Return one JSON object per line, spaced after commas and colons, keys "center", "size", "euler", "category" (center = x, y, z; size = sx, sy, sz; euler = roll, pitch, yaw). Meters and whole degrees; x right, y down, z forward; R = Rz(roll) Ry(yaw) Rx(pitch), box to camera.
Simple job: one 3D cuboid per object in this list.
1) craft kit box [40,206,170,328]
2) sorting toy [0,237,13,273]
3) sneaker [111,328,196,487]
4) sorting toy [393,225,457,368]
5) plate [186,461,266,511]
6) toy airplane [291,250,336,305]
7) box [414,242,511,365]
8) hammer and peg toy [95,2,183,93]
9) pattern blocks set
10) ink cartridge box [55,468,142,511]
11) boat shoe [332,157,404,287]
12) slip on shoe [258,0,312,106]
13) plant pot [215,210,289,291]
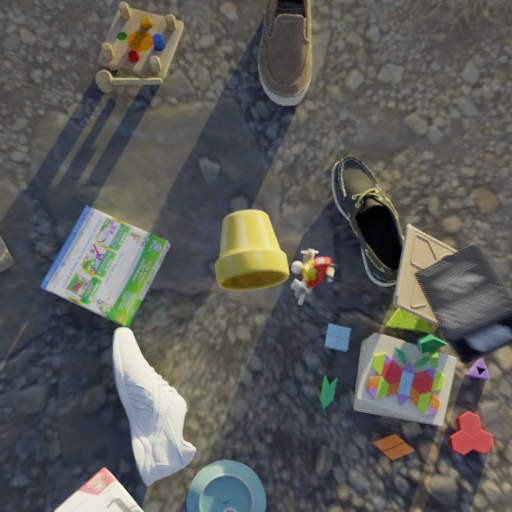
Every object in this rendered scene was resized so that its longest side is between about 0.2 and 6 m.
{"center": [-2.868, 0.188, 10.770], "size": [1.803, 0.443, 1.826], "euler": [23, 76, 9], "category": "craft kit box"}
{"center": [-5.827, 0.054, 10.879], "size": [1.819, 0.244, 1.355], "euler": [-32, 77, -9], "category": "sorting toy"}
{"center": [-1.869, 2.533, 9.913], "size": [1.088, 0.955, 2.714], "euler": [-16, 80, -14], "category": "sneaker"}
{"center": [3.104, 0.786, 10.217], "size": [1.721, 0.343, 2.328], "euler": [26, 67, -25], "category": "sorting toy"}
{"center": [-0.521, 4.287, 9.719], "size": [1.386, 0.177, 1.386], "euler": [0, 73, -1], "category": "plate"}
{"center": [0.744, 0.291, 8.343], "size": [0.569, 0.807, 0.803], "euler": [31, 93, -16], "category": "toy airplane"}
{"center": [2.798, 0.604, 7.340], "size": [0.941, 0.663, 1.272], "euler": [-29, 40, 18], "category": "box"}
{"center": [-2.493, -4.226, 11.851], "size": [1.529, 0.733, 2.078], "euler": [15, 75, 2], "category": "hammer and peg toy"}
{"center": [2.721, 2.303, 10.242], "size": [3.092, 0.251, 2.718], "euler": [2, 74, 1], "category": "pattern blocks set"}
{"center": [-1.818, 3.387, 6.903], "size": [1.186, 0.503, 0.864], "euler": [34, 60, 31], "category": "ink cartridge box"}
{"center": [2.235, -0.797, 10.816], "size": [0.977, 0.825, 2.741], "euler": [-18, 75, -5], "category": "boat shoe"}
{"center": [0.681, -4.717, 11.871], "size": [1.168, 0.931, 3.073], "euler": [7, 74, 2], "category": "slip on shoe"}
{"center": [-0.082, -0.079, 7.016], "size": [0.900, 0.900, 0.847], "euler": [-6, 73, -2], "category": "plant pot"}
